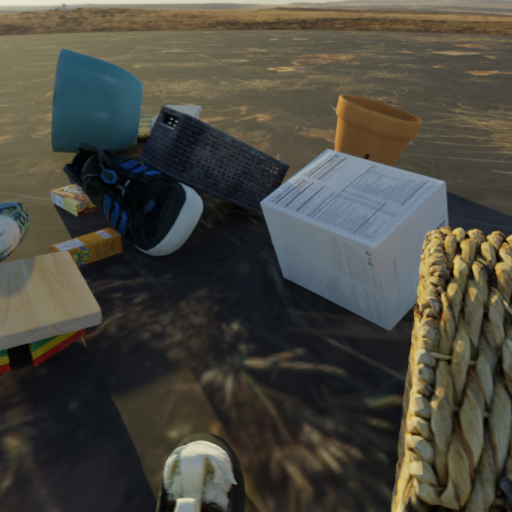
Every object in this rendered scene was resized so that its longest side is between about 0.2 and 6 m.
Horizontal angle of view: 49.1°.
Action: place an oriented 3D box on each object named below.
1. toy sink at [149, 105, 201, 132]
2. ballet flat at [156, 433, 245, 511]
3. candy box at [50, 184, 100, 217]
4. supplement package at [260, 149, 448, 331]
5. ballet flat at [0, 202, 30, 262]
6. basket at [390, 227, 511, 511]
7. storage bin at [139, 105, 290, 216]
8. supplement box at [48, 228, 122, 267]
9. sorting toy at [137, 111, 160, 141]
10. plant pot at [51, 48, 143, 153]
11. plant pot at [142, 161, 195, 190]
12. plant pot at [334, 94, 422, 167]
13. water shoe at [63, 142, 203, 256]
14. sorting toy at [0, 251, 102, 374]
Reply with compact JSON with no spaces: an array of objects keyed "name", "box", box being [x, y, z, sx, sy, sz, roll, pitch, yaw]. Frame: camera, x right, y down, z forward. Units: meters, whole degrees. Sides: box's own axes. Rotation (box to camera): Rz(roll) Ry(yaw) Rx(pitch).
[{"name":"toy sink","box":[-2.027,-3.244,14.501,1.022,0.879,1.568,3,32,5]},{"name":"ballet flat","box":[-0.443,1.987,4.321,0.732,0.736,2.152,0,27,-2]},{"name":"candy box","box":[-3.496,-1.096,10.910,0.576,0.276,0.997,-24,35,-39]},{"name":"supplement package","box":[1.358,-0.296,7.591,1.457,1.468,1.934,-41,44,-24]},{"name":"ballet flat","box":[-4.152,-0.053,8.199,0.915,0.915,2.464,16,40,28]},{"name":"basket","box":[2.334,1.206,3.986,2.535,2.428,3.403,8,28,17]},{"name":"storage bin","box":[-0.739,-1.681,10.085,2.268,1.063,1.533,21,8,-36]},{"name":"supplement box","box":[-2.683,-0.100,8.860,1.083,0.360,0.373,-22,38,-35]},{"name":"sorting toy","box":[-2.904,-3.803,16.232,2.111,0.379,2.834,12,29,32]},{"name":"plant pot","box":[-3.842,-3.620,13.760,1.969,2.453,2.453,7,25,-15]},{"name":"plant pot","box":[-1.646,-1.794,11.460,1.210,1.210,0.815,1,10,3]},{"name":"plant pot","box":[2.580,-2.696,12.602,1.900,1.330,1.900,14,26,-7]},{"name":"water shoe","box":[-2.210,-0.994,9.187,1.385,1.255,3.510,32,-4,-39]},{"name":"sorting toy","box":[-2.995,0.742,6.886,1.806,0.632,1.817,-13,30,-26]}]
